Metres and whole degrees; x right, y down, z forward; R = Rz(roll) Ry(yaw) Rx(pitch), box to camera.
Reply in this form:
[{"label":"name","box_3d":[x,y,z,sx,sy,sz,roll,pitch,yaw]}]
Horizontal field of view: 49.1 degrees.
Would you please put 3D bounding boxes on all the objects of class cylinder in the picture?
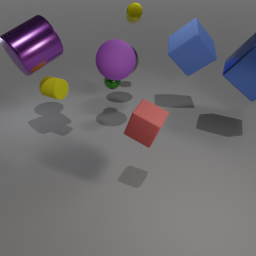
[{"label":"cylinder","box_3d":[-3.024,-2.603,8.880,1.400,1.400,1.400,-40,43,-19]},{"label":"cylinder","box_3d":[0.272,-5.200,12.695,0.700,0.700,0.700,-3,4,-5]},{"label":"cylinder","box_3d":[-2.519,-1.366,9.548,0.700,0.700,0.700,16,33,26]}]

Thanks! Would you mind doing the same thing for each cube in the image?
[{"label":"cube","box_3d":[2.621,-3.304,11.527,1.400,1.400,1.400,-29,36,33]},{"label":"cube","box_3d":[4.214,-2.039,9.339,1.400,1.400,1.400,40,39,-6]},{"label":"cube","box_3d":[0.430,-0.114,6.559,0.700,0.700,0.700,29,40,7]}]

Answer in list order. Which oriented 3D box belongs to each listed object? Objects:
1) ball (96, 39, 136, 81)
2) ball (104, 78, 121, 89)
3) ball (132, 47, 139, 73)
[{"label":"ball","box_3d":[-0.428,-2.366,9.769,1.400,1.400,1.400,0,29,0]},{"label":"ball","box_3d":[-0.642,-1.943,11.557,0.700,0.700,0.700,0,29,0]},{"label":"ball","box_3d":[-0.217,-3.069,12.662,1.400,1.400,1.400,0,29,0]}]
